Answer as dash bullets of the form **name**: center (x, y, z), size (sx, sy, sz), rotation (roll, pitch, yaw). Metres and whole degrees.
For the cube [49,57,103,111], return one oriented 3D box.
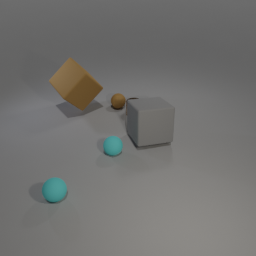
- **cube**: center (-2.232, -1.875, 12.114), size (1.400, 1.400, 1.400), rotation (-47, 58, 5)

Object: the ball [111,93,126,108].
- **ball**: center (-0.455, -1.272, 13.101), size (0.700, 0.700, 0.700), rotation (0, 31, 0)

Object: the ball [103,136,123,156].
- **ball**: center (-0.537, 0.631, 9.991), size (0.700, 0.700, 0.700), rotation (0, 31, 0)

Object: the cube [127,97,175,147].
- **cube**: center (0.820, -0.278, 10.613), size (1.400, 1.400, 1.400), rotation (-7, 24, -15)

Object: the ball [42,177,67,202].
- **ball**: center (-2.126, 1.784, 8.095), size (0.700, 0.700, 0.700), rotation (0, 31, 0)

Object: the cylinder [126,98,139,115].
- **cylinder**: center (0.271, -0.903, 12.537), size (0.700, 0.700, 0.700), rotation (0, 31, 0)
